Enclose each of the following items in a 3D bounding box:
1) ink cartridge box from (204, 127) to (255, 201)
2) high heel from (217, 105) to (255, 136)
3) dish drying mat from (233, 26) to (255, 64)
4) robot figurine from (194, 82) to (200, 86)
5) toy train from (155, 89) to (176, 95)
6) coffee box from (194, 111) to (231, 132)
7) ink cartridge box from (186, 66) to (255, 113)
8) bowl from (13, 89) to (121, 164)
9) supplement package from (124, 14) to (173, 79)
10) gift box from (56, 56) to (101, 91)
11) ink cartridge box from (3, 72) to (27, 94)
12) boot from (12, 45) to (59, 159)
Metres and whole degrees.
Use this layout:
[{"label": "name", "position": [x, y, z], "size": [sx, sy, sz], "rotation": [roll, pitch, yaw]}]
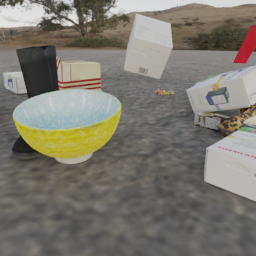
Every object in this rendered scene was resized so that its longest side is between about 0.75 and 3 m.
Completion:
[{"label": "ink cartridge box", "position": [2.585, 0.662, 5.677], "size": [1.331, 0.772, 1.838], "rotation": [17, 25, 40]}, {"label": "high heel", "position": [3.310, -0.332, 8.594], "size": [1.448, 0.725, 2.031], "rotation": [5, 27, 1]}, {"label": "dish drying mat", "position": [3.302, -2.259, 7.672], "size": [0.426, 1.110, 0.101], "rotation": [-2, 48, -15]}, {"label": "robot figurine", "position": [3.528, -1.726, 12.764], "size": [1.124, 0.845, 0.702], "rotation": [18, 47, 42]}, {"label": "toy train", "position": [1.815, -1.787, 13.557], "size": [0.962, 0.268, 0.723], "rotation": [-1, 19, -2]}, {"label": "coffee box", "position": [2.645, -0.218, 8.819], "size": [0.550, 0.389, 0.974], "rotation": [-13, 23, -34]}, {"label": "ink cartridge box", "position": [3.490, -1.331, 9.680], "size": [1.672, 1.007, 2.301], "rotation": [-29, 15, -31]}, {"label": "bowl", "position": [-1.312, 0.066, 6.508], "size": [2.346, 1.262, 2.346], "rotation": [-1, 26, 1]}, {"label": "supplement package", "position": [0.748, -3.082, 10.563], "size": [1.422, 1.412, 1.874], "rotation": [13, 45, -7]}, {"label": "gift box", "position": [-2.278, -1.914, 11.387], "size": [1.969, 1.946, 2.109], "rotation": [-11, 16, -33]}, {"label": "ink cartridge box", "position": [-5.287, -2.357, 14.281], "size": [1.452, 0.875, 1.999], "rotation": [-14, 25, -36]}, {"label": "boot", "position": [-2.351, -0.744, 7.064], "size": [0.829, 2.524, 2.081], "rotation": [3, 19, 9]}]
